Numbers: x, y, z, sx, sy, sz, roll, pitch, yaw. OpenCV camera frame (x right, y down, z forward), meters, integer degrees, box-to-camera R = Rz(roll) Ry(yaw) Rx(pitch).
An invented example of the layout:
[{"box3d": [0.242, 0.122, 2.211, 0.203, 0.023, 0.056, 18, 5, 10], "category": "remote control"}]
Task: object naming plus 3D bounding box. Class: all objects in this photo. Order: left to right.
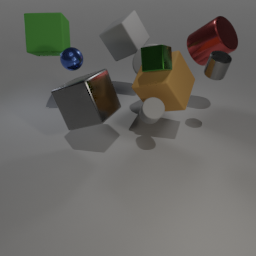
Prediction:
[{"box3d": [-3.071, -3.576, 10.867, 1.400, 1.400, 1.400, -1, 9, -1], "category": "cube"}, {"box3d": [-1.716, -2.107, 8.558, 0.700, 0.700, 0.700, 0, 29, 0], "category": "ball"}, {"box3d": [-1.300, -0.920, 9.053, 1.400, 1.400, 1.400, -11, 20, 30], "category": "cube"}, {"box3d": [-0.131, -4.090, 12.516, 1.400, 1.400, 1.400, -12, 34, 40], "category": "cube"}, {"box3d": [0.742, -0.537, 8.839, 0.700, 0.700, 0.700, -4, -11, -8], "category": "cylinder"}, {"box3d": [1.042, -2.414, 11.225, 1.400, 1.400, 1.400, 13, -7, 21], "category": "cylinder"}, {"box3d": [0.851, -2.031, 8.264, 0.700, 0.700, 0.700, 0, 9, 30], "category": "cube"}, {"box3d": [1.225, -1.513, 9.458, 1.400, 1.400, 1.400, -2, 54, 39], "category": "cube"}, {"box3d": [3.246, -3.328, 10.827, 1.400, 1.400, 1.400, -28, 4, -40], "category": "cylinder"}, {"box3d": [2.908, -2.031, 9.103, 0.700, 0.700, 0.700, 4, 48, -4], "category": "cylinder"}]
